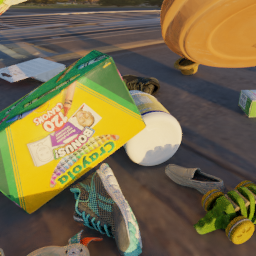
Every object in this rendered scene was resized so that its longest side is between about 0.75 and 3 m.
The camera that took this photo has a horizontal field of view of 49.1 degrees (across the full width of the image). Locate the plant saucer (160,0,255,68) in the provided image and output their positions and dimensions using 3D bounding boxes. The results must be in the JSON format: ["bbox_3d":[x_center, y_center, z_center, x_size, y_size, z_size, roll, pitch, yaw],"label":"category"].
[{"bbox_3d":[1.603,-1.223,3.145,2.460,0.397,2.460,-1,-10,0],"label":"plant saucer"}]

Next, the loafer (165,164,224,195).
[{"bbox_3d":[1.283,0.945,5.463,1.220,0.426,0.427,19,33,32],"label":"loafer"}]

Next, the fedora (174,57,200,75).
[{"bbox_3d":[2.637,-2.683,12.119,1.359,0.554,1.359,-12,34,8],"label":"fedora"}]

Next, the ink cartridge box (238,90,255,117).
[{"bbox_3d":[4.495,-0.769,8.595,1.855,0.550,0.963,0,28,1],"label":"ink cartridge box"}]

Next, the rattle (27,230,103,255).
[{"bbox_3d":[-0.908,1.548,3.600,0.921,1.010,1.414,4,26,44],"label":"rattle"}]

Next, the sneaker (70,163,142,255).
[{"bbox_3d":[-0.418,1.391,4.520,0.891,0.758,1.953,-24,29,-10],"label":"sneaker"}]

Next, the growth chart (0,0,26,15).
[{"bbox_3d":[-0.713,-2.092,3.450,1.931,0.237,2.668,-29,21,31],"label":"growth chart"}]

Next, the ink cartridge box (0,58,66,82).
[{"bbox_3d":[-4.038,-2.199,11.426,1.925,0.676,2.368,23,43,36],"label":"ink cartridge box"}]

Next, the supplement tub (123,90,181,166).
[{"bbox_3d":[0.344,-0.081,6.515,1.268,1.268,1.745,-7,29,-13],"label":"supplement tub"}]

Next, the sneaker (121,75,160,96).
[{"bbox_3d":[0.311,-1.454,9.780,1.721,0.658,0.986,2,21,-7],"label":"sneaker"}]

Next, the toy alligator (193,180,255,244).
[{"bbox_3d":[2.292,1.205,4.745,2.613,0.628,0.866,-11,30,-19],"label":"toy alligator"}]

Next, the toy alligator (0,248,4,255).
[{"bbox_3d":[-1.743,2.036,3.094,0.323,0.446,1.345,-8,44,15],"label":"toy alligator"}]

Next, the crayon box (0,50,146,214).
[{"bbox_3d":[-1.147,0.060,4.877,2.647,1.572,0.771,-37,37,-9],"label":"crayon box"}]
